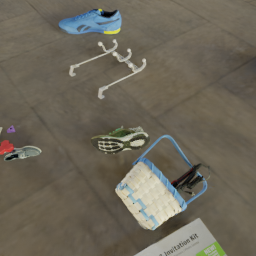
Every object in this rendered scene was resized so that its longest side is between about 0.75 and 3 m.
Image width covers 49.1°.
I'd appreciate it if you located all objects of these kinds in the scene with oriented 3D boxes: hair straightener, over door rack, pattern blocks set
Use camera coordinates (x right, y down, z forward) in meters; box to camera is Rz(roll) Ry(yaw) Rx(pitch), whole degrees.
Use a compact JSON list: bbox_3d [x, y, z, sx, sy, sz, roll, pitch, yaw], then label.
[{"bbox_3d":[1.297,1.283,6.110,1.438,0.294,0.553,-33,48,-14],"label":"hair straightener"},{"bbox_3d":[-0.647,-2.099,9.288,1.576,0.711,2.134,39,62,23],"label":"over door rack"},{"bbox_3d":[-3.945,0.313,7.617,1.726,0.140,1.517,-15,45,-5],"label":"pattern blocks set"}]

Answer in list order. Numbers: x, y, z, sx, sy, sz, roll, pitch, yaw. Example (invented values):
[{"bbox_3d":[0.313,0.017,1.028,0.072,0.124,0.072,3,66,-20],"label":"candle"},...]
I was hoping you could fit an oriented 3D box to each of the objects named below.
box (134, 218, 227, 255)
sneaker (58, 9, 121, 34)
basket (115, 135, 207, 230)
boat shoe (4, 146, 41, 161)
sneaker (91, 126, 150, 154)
[{"bbox_3d":[1.265,3.335,5.091,2.099,0.554,2.693,-23,54,-18],"label":"box"},{"bbox_3d":[-1.513,-4.271,10.968,2.509,0.984,0.827,1,53,2],"label":"sneaker"},{"bbox_3d":[0.698,1.208,6.215,1.779,1.237,1.569,-36,84,-14],"label":"basket"},{"bbox_3d":[-2.768,0.704,7.327,0.996,0.363,0.308,-4,46,6],"label":"boat shoe"},{"bbox_3d":[-0.228,0.258,7.643,1.583,0.609,0.702,-3,38,-10],"label":"sneaker"}]
